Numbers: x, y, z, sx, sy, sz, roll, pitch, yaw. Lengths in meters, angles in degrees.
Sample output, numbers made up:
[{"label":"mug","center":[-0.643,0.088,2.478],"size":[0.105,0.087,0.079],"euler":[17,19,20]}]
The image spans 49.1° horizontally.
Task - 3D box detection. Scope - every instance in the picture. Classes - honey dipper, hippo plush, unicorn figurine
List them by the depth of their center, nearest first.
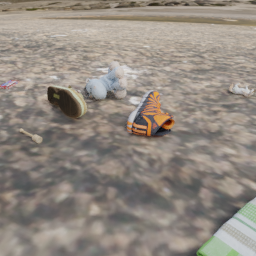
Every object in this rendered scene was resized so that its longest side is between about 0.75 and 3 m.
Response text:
[{"label":"honey dipper","center":[-3.222,0.225,9.148],"size":[1.170,0.222,0.222],"euler":[20,34,36]},{"label":"hippo plush","center":[-1.039,-1.995,11.925],"size":[1.502,1.488,1.869],"euler":[-18,39,-23]},{"label":"unicorn figurine","center":[5.169,-1.689,12.554],"size":[1.300,0.480,0.893],"euler":[1,35,34]}]

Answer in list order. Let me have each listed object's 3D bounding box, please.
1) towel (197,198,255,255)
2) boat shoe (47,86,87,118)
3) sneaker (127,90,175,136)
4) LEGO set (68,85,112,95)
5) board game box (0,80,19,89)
[{"label":"towel","center":[2.813,2.256,5.259],"size":[2.564,0.393,1.912],"euler":[-23,33,-32]},{"label":"boat shoe","center":[-2.201,-1.163,11.048],"size":[1.050,0.988,2.758],"euler":[-7,26,-37]},{"label":"sneaker","center":[1.015,-0.437,9.807],"size":[1.384,0.958,2.471],"euler":[14,41,17]},{"label":"LEGO set","center":[-1.783,-1.910,12.745],"size":[2.062,0.584,1.339],"euler":[-10,30,-18]},{"label":"board game box","center":[-5.810,-2.134,13.690],"size":[0.522,0.099,1.014],"euler":[6,29,9]}]
